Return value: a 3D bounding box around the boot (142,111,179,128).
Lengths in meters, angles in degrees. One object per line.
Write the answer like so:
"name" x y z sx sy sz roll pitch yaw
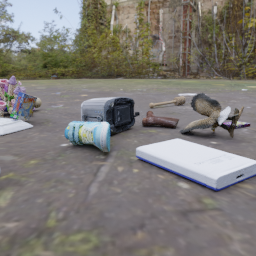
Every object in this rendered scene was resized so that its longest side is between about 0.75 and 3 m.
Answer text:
"boot" 1.382 -0.348 11.125 1.411 0.453 1.315 1 25 18

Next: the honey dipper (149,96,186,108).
"honey dipper" 2.262 -1.428 16.176 2.610 0.496 0.496 -14 18 -33

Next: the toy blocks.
"toy blocks" -5.208 -1.627 12.635 2.073 1.745 1.937 -12 41 -45

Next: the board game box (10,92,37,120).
"board game box" -4.150 -0.855 11.219 0.262 1.029 1.520 20 0 -1

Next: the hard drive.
"hard drive" 1.548 0.745 6.572 1.587 0.305 2.406 -9 16 -35

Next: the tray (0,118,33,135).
"tray" -5.241 -0.159 10.625 2.931 0.325 1.574 6 13 24

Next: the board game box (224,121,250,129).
"board game box" 4.210 -0.123 10.897 0.968 0.156 0.581 -7 19 -30

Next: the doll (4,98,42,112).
"doll" -5.516 -1.073 13.874 1.892 0.672 2.773 18 20 36

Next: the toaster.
"toaster" -0.694 -0.525 10.178 1.411 1.241 2.184 5 14 32

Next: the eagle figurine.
"eagle figurine" 2.757 -0.322 9.555 1.877 1.416 1.424 19 30 26

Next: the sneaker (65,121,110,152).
"sneaker" -1.159 0.230 7.866 1.318 0.803 2.018 1 3 -6
